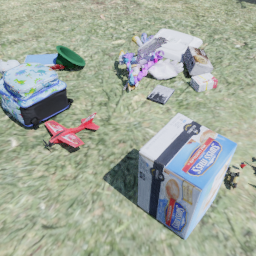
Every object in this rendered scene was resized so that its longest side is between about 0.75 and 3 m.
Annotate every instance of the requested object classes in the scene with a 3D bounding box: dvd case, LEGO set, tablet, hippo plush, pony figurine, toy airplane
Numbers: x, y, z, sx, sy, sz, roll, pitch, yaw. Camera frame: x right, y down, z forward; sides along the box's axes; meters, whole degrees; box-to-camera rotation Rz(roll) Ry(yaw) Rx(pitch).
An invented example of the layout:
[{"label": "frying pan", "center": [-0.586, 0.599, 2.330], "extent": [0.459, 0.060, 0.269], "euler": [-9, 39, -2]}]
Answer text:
[{"label": "dvd case", "center": [1.417, -1.440, 12.035], "extent": [0.816, 0.134, 1.086], "euler": [22, 49, 21]}, {"label": "LEGO set", "center": [4.336, 1.514, 8.849], "extent": [2.409, 0.683, 1.565], "euler": [2, 41, 21]}, {"label": "tablet", "center": [-4.319, -3.382, 14.017], "extent": [1.669, 0.114, 1.086], "euler": [-4, 44, -5]}, {"label": "hippo plush", "center": [-5.258, -2.469, 12.305], "extent": [1.507, 1.212, 1.200], "euler": [-19, 48, -19]}, {"label": "pony figurine", "center": [0.789, -3.087, 12.598], "extent": [2.715, 2.342, 2.813], "euler": [-27, 45, 19]}, {"label": "toy airplane", "center": [-2.043, 0.087, 10.263], "extent": [2.293, 0.422, 2.293], "euler": [-7, 36, 5]}]

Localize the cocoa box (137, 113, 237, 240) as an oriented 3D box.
[{"label": "cocoa box", "center": [1.445, 1.326, 7.445], "extent": [1.725, 2.629, 1.753], "euler": [31, 54, 27]}]

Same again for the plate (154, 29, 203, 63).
[{"label": "plate", "center": [2.375, -4.555, 14.976], "extent": [2.620, 0.423, 2.615], "euler": [24, 49, 21]}]

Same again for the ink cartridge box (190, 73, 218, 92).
[{"label": "ink cartridge box", "center": [3.367, -2.026, 12.432], "extent": [0.968, 0.404, 0.702], "euler": [-16, 47, -16]}]

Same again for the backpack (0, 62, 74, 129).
[{"label": "backpack", "center": [-3.804, -1.495, 10.927], "extent": [2.432, 1.787, 2.225], "euler": [27, 47, 30]}]

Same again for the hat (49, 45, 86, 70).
[{"label": "hat", "center": [-3.198, -2.945, 13.539], "extent": [1.792, 1.578, 1.485], "euler": [28, 24, -21]}]

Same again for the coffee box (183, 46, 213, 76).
[{"label": "coffee box", "center": [3.264, -3.110, 13.202], "extent": [0.921, 0.651, 1.630], "euler": [11, 43, -15]}]
